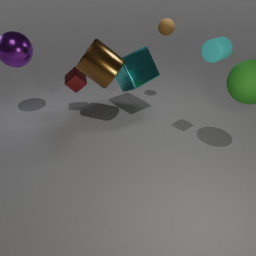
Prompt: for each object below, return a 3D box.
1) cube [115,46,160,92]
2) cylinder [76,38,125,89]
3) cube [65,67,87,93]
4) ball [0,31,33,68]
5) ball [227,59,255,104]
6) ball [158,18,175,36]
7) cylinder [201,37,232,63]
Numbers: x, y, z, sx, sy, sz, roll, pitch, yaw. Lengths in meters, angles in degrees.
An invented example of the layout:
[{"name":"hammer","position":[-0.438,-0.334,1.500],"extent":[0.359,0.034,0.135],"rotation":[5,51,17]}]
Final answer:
[{"name":"cube","position":[0.277,-2.573,12.401],"extent":[1.400,1.400,1.400],"rotation":[-32,14,-20]},{"name":"cylinder","position":[-1.077,-2.500,10.936],"extent":[1.400,1.400,1.400],"rotation":[35,27,-15]},{"name":"cube","position":[-2.319,-2.137,12.421],"extent":[0.700,0.700,0.700],"rotation":[-35,41,21]},{"name":"ball","position":[-4.524,-3.125,11.183],"extent":[1.400,1.400,1.400],"rotation":[0,30,0]},{"name":"ball","position":[3.846,-1.446,8.812],"extent":[1.400,1.400,1.400],"rotation":[0,30,0]},{"name":"ball","position":[1.624,-4.275,11.870],"extent":[0.700,0.700,0.700],"rotation":[0,30,0]},{"name":"cylinder","position":[2.790,-2.462,8.796],"extent":[0.700,0.700,0.700],"rotation":[27,38,37]}]
